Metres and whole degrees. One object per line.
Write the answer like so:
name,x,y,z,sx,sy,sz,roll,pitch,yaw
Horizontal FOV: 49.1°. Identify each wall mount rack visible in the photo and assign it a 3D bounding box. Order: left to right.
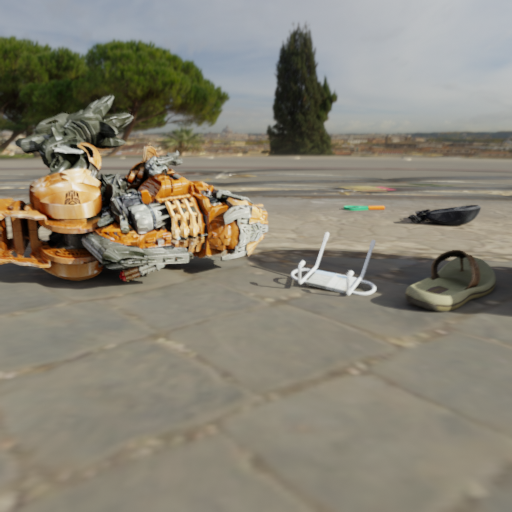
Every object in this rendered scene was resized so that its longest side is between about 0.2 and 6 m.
wall mount rack,1.158,0.124,8.007,1.259,0.470,1.094,12,30,25

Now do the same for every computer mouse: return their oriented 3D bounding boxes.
computer mouse,4.523,-0.910,13.316,1.593,0.420,1.103,-5,8,35

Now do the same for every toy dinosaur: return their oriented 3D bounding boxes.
toy dinosaur,-2.619,-0.826,8.671,5.310,2.712,3.604,17,21,-26

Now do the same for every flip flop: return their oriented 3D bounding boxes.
flip flop,2.664,0.242,7.601,0.830,0.590,2.048,11,17,40

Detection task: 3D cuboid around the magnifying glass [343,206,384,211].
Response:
magnifying glass,3.028,-1.344,15.740,1.132,0.127,0.451,1,13,2
